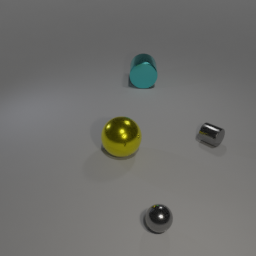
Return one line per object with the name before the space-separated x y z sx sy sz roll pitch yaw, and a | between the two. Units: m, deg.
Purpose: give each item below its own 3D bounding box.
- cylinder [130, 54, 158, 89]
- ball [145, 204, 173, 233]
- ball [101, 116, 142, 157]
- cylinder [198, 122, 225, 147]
cylinder | 0.797 -2.960 14.500 1.400 1.400 1.400 1 33 2
ball | 0.795 2.293 7.143 0.700 0.700 0.700 0 33 0
ball | -0.226 0.295 9.624 1.400 1.400 1.400 0 33 0
cylinder | 3.060 0.235 10.260 0.700 0.700 0.700 -29 40 -36
